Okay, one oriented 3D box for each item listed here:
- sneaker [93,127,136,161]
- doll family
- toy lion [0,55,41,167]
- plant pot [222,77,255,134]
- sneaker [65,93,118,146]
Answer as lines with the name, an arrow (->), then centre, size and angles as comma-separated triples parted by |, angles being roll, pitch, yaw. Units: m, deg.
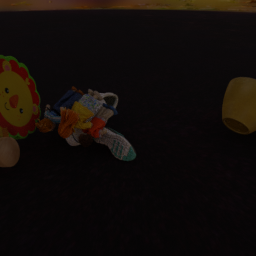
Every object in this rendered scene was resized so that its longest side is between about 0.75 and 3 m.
sneaker -> -0.232, 0.318, 6.732 | 1.336, 0.518, 0.609 | 36, 21, 33
doll family -> -1.456, -0.353, 6.712 | 2.224, 1.002, 1.380 | 18, 61, 38
toy lion -> -2.904, -0.657, 6.038 | 0.935, 2.723, 2.610 | -6, 50, 17
plant pot -> 3.000, -0.441, 7.152 | 1.430, 1.430, 1.015 | 25, 75, 39
sneaker -> -0.913, -0.387, 7.369 | 0.807, 0.833, 2.280 | -15, 28, 27
